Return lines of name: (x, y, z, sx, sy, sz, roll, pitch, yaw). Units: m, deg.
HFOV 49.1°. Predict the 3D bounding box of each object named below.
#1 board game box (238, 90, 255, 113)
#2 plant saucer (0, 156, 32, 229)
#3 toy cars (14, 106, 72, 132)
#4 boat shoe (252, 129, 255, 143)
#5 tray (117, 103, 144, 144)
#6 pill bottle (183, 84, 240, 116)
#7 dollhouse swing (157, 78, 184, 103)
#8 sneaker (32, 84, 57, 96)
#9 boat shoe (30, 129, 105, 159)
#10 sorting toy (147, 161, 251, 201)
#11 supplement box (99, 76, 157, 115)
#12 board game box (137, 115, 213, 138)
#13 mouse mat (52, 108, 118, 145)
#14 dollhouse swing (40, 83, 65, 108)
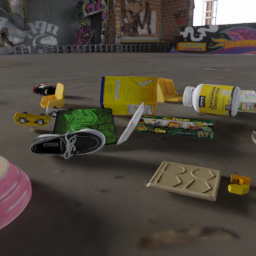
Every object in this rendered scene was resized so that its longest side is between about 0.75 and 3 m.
board game box: (5.223, -1.367, 13.533, 1.830, 0.466, 2.721, 6, 20, 17)
plant saucer: (-3.476, 1.237, 5.559, 2.912, 0.738, 2.912, 0, 18, 0)
toy cars: (-2.991, -0.324, 10.454, 1.133, 0.560, 2.528, 25, 26, 31)
boat shoe: (4.833, 0.316, 7.932, 0.938, 0.923, 2.518, -17, 25, -40)
tray: (0.162, -0.154, 9.271, 0.208, 1.007, 1.875, 34, 26, -2)
pill bottle: (3.568, -1.239, 12.010, 2.201, 1.233, 1.233, 9, 21, 27)
dollhouse swing: (2.198, -2.007, 14.302, 1.365, 1.411, 1.553, -12, 8, 38)
sneaker: (-4.548, -2.074, 15.411, 1.672, 0.591, 0.817, 3, 17, 6)
boat shoe: (-1.662, 0.444, 7.757, 2.025, 0.748, 0.692, 1, 13, 1)
sorting toy: (1.629, 1.248, 6.314, 2.092, 0.280, 1.559, 8, 16, 21)
supplement box: (0.056, -1.305, 11.505, 2.258, 1.237, 1.229, 1, -19, 3)
board game box: (1.726, -0.086, 10.124, 2.600, 0.305, 1.362, 5, 18, 14)
mouse mat: (-1.456, -0.087, 9.401, 2.041, 0.095, 2.537, -4, 29, -7)
dollhouse swing: (-3.583, -1.557, 13.283, 1.048, 1.014, 1.154, -10, 22, -28)
